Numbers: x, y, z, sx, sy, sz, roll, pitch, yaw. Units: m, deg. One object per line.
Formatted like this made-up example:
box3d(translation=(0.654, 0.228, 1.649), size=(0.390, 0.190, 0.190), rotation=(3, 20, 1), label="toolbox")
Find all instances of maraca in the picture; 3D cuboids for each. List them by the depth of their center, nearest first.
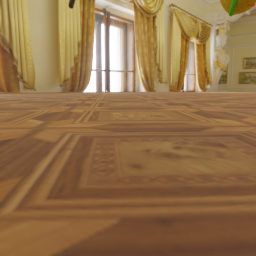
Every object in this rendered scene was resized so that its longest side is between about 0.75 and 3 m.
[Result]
box3d(translation=(2.811, -3.646, 6.523), size=(1.089, 2.036, 1.396), rotation=(23, 13, 10), label="maraca")

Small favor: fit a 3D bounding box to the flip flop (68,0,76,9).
box3d(translation=(-1.021, -3.978, 7.694), size=(0.563, 1.955, 0.793), rotation=(35, -29, -10), label="flip flop")
